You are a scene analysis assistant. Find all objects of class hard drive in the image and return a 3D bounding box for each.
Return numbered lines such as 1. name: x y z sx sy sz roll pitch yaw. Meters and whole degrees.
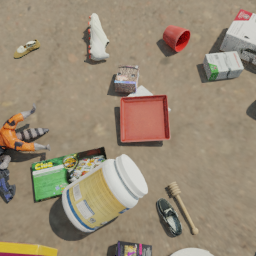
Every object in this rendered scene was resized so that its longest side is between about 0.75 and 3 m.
1. hard drive: 0.693 -0.816 10.365 0.997 0.199 1.511 -41 69 -18

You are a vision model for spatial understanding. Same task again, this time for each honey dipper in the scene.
1. honey dipper: 1.726 2.466 8.655 0.314 0.314 1.654 -22 67 -11

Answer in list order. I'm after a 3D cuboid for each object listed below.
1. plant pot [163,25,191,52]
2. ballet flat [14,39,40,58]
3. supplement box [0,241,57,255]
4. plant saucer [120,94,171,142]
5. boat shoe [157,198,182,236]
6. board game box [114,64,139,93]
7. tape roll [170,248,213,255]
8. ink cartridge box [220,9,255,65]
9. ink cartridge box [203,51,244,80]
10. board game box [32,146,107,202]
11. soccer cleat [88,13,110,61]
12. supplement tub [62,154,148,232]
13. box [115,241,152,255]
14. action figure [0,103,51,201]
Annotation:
1. plant pot: 1.945 -3.740 11.499 0.947 0.947 0.838 -40 61 -18
2. ballet flat: -4.204 -3.302 11.519 1.208 0.381 0.415 -35 68 -16
3. supplement box: -2.834 4.312 6.902 1.398 1.773 2.709 3 63 3
4. plant saucer: 0.591 -0.312 9.877 1.697 0.311 1.694 -3 72 6
5. boat shoe: 1.292 2.658 8.511 0.463 0.369 1.224 -27 66 -13
6. board game box: -0.025 -1.877 10.619 0.801 0.487 1.005 4 54 8
7. tape roll: 1.816 4.386 7.634 2.091 0.382 2.091 0 64 1
8. ink cartridge box: 5.211 -3.568 11.310 2.335 0.968 1.714 27 66 14
9. ink cartridge box: 3.715 -2.444 10.995 1.284 0.533 0.941 -6 63 -3
10. board game box: -1.838 1.479 9.171 2.459 0.288 1.288 -12 66 -6
11. soccer cleat: -1.204 -3.753 11.593 0.856 0.765 2.206 -2 70 -6
12. supplement tub: -0.642 1.825 7.953 2.074 1.500 1.500 -34 66 12
13. box: 0.162 3.547 7.927 0.994 0.608 0.527 7 63 4
14. action figure: -3.919 0.813 9.205 2.733 1.478 2.825 -21 93 -4
